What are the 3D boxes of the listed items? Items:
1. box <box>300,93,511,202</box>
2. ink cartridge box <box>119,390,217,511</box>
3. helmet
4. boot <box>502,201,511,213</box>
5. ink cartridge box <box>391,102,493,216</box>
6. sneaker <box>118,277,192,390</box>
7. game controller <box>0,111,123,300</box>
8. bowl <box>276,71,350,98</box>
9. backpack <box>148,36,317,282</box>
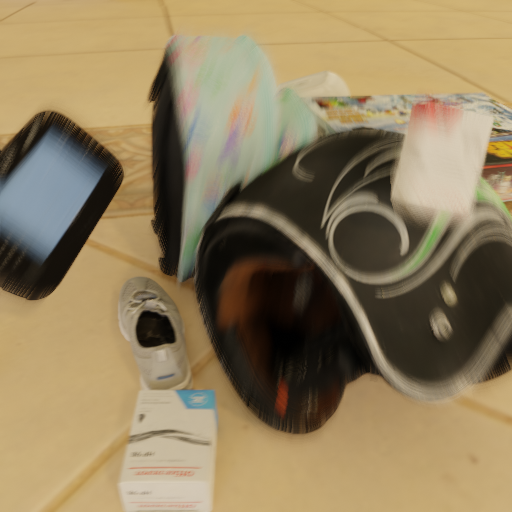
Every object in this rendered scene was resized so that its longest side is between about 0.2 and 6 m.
[{"bbox_3d":[3.289,-2.036,10.358,4.417,0.881,3.024,-7,38,-20],"label":"box"},{"bbox_3d":[-0.886,2.134,5.857,0.883,0.509,1.525,0,33,-1],"label":"ink cartridge box"},{"bbox_3d":[1.285,0.251,6.200,3.165,3.320,3.320,-25,41,-37],"label":"helmet"},{"bbox_3d":[3.277,-0.990,10.373,2.521,0.834,2.208,-30,57,-35],"label":"boot"},{"bbox_3d":[1.365,-0.714,4.167,0.536,0.731,0.303,10,10,-11],"label":"ink cartridge box"},{"bbox_3d":[-1.319,0.854,7.397,0.860,0.943,2.301,-13,36,-19],"label":"sneaker"},{"bbox_3d":[-2.551,-0.703,6.718,0.557,1.380,2.646,-24,33,31],"label":"game controller"},{"bbox_3d":[1.224,-4.031,14.392,2.218,0.828,2.215,-11,28,19],"label":"bowl"},{"bbox_3d":[-0.480,-1.561,8.426,2.476,3.289,2.920,-8,34,-9],"label":"backpack"}]
